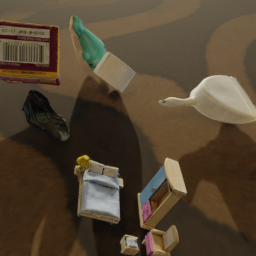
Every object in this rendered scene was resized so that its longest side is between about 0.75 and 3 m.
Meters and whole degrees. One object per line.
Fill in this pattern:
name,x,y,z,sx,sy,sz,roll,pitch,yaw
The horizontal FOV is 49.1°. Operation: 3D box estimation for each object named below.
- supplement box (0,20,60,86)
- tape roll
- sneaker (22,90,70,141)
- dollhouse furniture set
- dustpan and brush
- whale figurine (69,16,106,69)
supplement box,-2.956,-2.111,8.466,1.797,1.417,2.745,0,4,-14
tape roll,-0.469,-1.921,9.716,1.249,1.249,0.858,41,98,36
sneaker,-2.516,-0.252,8.501,0.813,0.773,2.050,-47,64,10
dollhouse furniture set,-0.060,1.313,5.482,2.006,1.309,1.894,21,31,-17
dustpan and brush,2.431,-0.906,8.924,2.954,0.845,2.061,4,47,-21
whale figurine,-1.501,-3.200,10.516,1.070,2.063,1.641,-11,51,8
